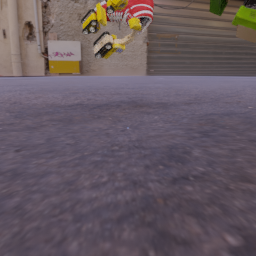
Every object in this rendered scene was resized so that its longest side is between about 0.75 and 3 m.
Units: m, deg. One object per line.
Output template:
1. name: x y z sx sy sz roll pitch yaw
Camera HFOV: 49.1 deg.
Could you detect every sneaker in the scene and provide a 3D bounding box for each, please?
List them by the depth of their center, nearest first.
1. sneaker: -0.195 -3.782 9.591 2.254 1.268 0.803 -10 -21 19

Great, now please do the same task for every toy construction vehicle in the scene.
1. toy construction vehicle: -0.528 -3.178 8.720 0.764 1.889 2.170 9 -29 -40

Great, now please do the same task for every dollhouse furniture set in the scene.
1. dollhouse furniture set: 2.963 -2.313 5.442 2.747 1.373 1.060 27 1 18

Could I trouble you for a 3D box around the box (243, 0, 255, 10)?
1. box: 2.027 -2.541 3.250 0.506 2.035 1.605 19 18 12
